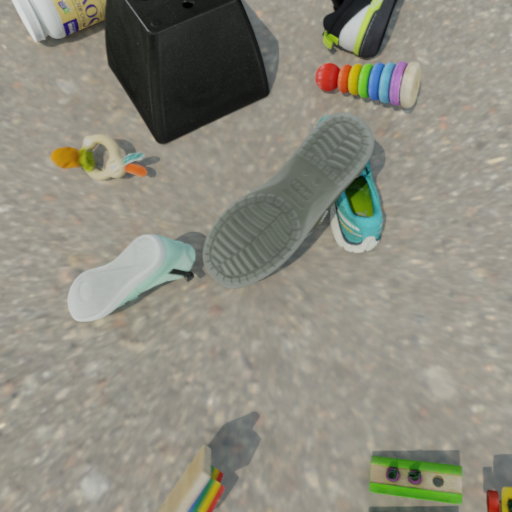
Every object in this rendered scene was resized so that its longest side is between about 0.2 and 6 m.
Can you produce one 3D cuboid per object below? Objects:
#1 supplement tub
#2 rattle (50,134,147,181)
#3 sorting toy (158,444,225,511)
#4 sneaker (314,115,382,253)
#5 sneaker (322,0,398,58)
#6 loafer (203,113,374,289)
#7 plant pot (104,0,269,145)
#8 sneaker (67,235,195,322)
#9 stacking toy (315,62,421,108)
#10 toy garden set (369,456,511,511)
[{"bbox_3d":[-3.423,-4.756,10.106,1.798,1.307,1.307,-30,69,-13],"label":"supplement tub"},{"bbox_3d":[-2.413,-1.499,8.728,1.179,0.842,0.767,27,93,21],"label":"rattle"},{"bbox_3d":[-0.757,2.828,6.306,0.388,1.114,1.107,35,84,-1],"label":"sorting toy"},{"bbox_3d":[1.491,-1.258,8.665,0.938,0.964,2.420,-11,65,-5],"label":"sneaker"},{"bbox_3d":[2.021,-5.050,10.344,1.290,1.117,3.116,18,66,8],"label":"sneaker"},{"bbox_3d":[0.518,-0.673,8.072,3.056,1.064,1.149,-42,79,14],"label":"loafer"},{"bbox_3d":[-1.237,-3.632,9.217,2.229,1.982,2.234,-28,67,-13],"label":"plant pot"},{"bbox_3d":[-1.739,0.392,8.070,1.961,1.157,0.722,-31,72,24],"label":"sneaker"},{"bbox_3d":[1.829,-2.970,9.425,1.729,0.738,0.738,15,65,22],"label":"stacking toy"},{"bbox_3d":[2.264,3.677,6.324,2.103,0.503,2.523,1,64,17],"label":"toy garden set"}]
